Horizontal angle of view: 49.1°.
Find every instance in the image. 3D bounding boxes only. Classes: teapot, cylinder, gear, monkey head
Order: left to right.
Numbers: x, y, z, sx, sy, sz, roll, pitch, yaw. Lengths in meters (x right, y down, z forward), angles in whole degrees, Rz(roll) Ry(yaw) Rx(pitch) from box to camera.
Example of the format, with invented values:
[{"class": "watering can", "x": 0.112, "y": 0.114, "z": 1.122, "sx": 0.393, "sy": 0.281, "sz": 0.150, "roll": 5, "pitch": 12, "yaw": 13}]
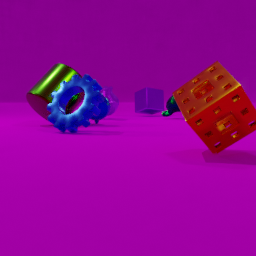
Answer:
[{"class": "cylinder", "x": -2.160, "y": -1.040, "z": 8.663, "sx": 1.380, "sy": 1.380, "sz": 1.380, "roll": 5, "pitch": 52, "yaw": 43}, {"class": "gear", "x": -1.290, "y": -0.607, "z": 6.783, "sx": 1.488, "sy": 1.488, "sz": 0.275, "roll": 3, "pitch": -23, "yaw": 31}, {"class": "teapot", "x": -0.968, "y": -0.709, "z": 8.567, "sx": 0.821, "sy": 1.321, "sz": 0.647, "roll": -6, "pitch": 29, "yaw": -16}, {"class": "monkey head", "x": -1.096, "y": -1.059, "z": 11.337, "sx": 1.396, "sy": 1.169, "sz": 1.940, "roll": -3, "pitch": -12, "yaw": -28}, {"class": "monkey head", "x": 2.165, "y": -0.902, "z": 11.720, "sx": 1.503, "sy": 1.081, "sz": 0.906, "roll": -45, "pitch": -19, "yaw": 19}]

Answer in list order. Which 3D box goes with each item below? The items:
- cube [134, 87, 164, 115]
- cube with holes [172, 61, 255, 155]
[{"class": "cube", "x": 1.034, "y": -1.291, "z": 13.665, "sx": 1.052, "sy": 1.052, "sz": 1.052, "roll": 5, "pitch": -12, "yaw": -32}, {"class": "cube with holes", "x": 1.232, "y": -0.282, "z": 3.928, "sx": 0.778, "sy": 0.778, "sz": 0.778, "roll": -36, "pitch": 32, "yaw": 17}]
